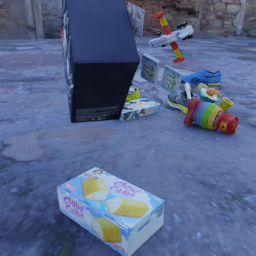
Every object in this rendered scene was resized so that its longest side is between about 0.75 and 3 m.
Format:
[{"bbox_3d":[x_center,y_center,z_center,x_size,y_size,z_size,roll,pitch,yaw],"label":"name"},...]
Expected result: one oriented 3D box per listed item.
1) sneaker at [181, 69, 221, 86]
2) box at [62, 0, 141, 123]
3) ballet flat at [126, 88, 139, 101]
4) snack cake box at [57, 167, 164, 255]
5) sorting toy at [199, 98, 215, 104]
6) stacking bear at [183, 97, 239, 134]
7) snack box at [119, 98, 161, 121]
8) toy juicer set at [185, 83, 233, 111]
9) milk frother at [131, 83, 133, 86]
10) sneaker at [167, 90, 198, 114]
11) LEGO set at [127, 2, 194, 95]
[{"bbox_3d":[4.295,-3.128,16.803,2.496,0.979,0.823,6,25,18],"label":"sneaker"},{"bbox_3d":[-0.960,-2.074,7.747,1.533,2.682,2.945,-4,63,-16],"label":"box"},{"bbox_3d":[-0.545,-1.612,13.203,2.262,0.758,0.756,-4,50,-13],"label":"ballet flat"},{"bbox_3d":[-0.379,1.597,5.746,1.973,0.663,1.135,18,30,37],"label":"snack cake box"},{"bbox_3d":[3.420,-0.976,12.294,0.958,0.512,0.863,-5,31,-14],"label":"sorting toy"},{"bbox_3d":[3.111,-0.368,10.226,1.784,1.084,1.015,27,29,33],"label":"stacking bear"},{"bbox_3d":[0.256,-0.822,11.967,2.033,0.377,1.181,-16,27,-33],"label":"snack box"},{"bbox_3d":[3.336,-1.587,12.061,2.380,0.648,1.514,11,38,-28],"label":"toy juicer set"},{"bbox_3d":[-0.623,-1.681,12.645,1.436,1.497,1.591,41,1,29],"label":"milk frother"},{"bbox_3d":[2.488,-1.286,12.422,0.804,0.881,2.176,-10,25,-24],"label":"sneaker"},{"bbox_3d":[0.543,-2.023,6.865,1.937,2.592,0.636,35,59,20],"label":"LEGO set"}]
